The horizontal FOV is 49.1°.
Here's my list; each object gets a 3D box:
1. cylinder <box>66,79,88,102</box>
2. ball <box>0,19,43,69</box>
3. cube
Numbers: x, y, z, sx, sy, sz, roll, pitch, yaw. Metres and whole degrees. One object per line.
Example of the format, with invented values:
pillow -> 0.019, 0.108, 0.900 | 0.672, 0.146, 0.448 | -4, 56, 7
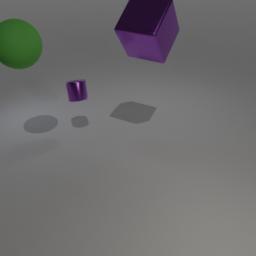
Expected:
cylinder -> -1.831, -1.345, 10.059 | 0.700, 0.700, 0.700 | -6, 17, 2
ball -> -3.208, -2.419, 8.115 | 1.400, 1.400, 1.400 | 0, 29, 0
cube -> 0.644, -3.116, 8.871 | 1.400, 1.400, 1.400 | 18, 75, 26
